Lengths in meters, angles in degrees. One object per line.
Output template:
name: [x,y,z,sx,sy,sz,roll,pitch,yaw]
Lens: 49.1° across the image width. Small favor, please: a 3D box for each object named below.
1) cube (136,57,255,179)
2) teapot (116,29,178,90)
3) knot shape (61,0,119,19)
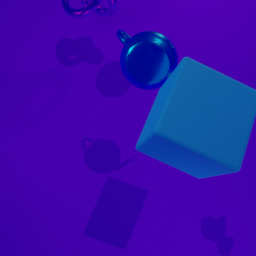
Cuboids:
cube: [0.957,-0.067,4.099,1.179,1.179,1.179,25,73,-4]
teapot: [0.425,-1.187,5.007,1.629,0.798,1.013,39,115,-8]
knot shape: [-0.940,-3.449,6.883,1.514,1.417,0.700,8,38,2]
